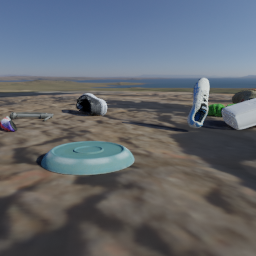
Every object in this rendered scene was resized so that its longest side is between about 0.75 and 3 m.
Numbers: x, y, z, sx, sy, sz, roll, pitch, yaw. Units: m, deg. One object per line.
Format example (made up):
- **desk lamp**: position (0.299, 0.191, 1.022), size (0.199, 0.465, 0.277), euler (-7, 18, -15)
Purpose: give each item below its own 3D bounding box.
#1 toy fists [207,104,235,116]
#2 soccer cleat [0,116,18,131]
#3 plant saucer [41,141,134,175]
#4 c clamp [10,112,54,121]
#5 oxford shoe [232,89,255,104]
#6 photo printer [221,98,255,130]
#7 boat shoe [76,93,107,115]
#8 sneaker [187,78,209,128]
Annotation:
- **toy fists**: position (3.779, -0.692, 10.866), size (1.511, 0.520, 0.770), euler (5, 4, 35)
- **soccer cleat**: position (-3.396, -0.058, 7.916), size (0.363, 0.338, 0.991), euler (-35, 32, -18)
- **plant saucer**: position (-0.696, 0.467, 4.964), size (1.625, 0.223, 1.625), euler (0, 9, 0)
- **c clamp**: position (-3.578, -0.489, 10.400), size (1.809, 0.245, 1.546), euler (2, 10, 8)
- **oxford shoe**: position (5.360, -1.196, 12.418), size (1.036, 0.976, 2.771), euler (-6, 11, -15)
- **photo printer**: position (3.779, -0.505, 8.333), size (1.613, 0.560, 1.342), euler (-17, 11, 6)
- **boat shoe**: position (-1.742, -0.946, 11.680), size (0.791, 0.835, 2.387), euler (-4, 18, -32)
- **sneaker**: position (2.010, -0.683, 7.645), size (0.511, 1.423, 0.516), euler (16, -6, -26)
